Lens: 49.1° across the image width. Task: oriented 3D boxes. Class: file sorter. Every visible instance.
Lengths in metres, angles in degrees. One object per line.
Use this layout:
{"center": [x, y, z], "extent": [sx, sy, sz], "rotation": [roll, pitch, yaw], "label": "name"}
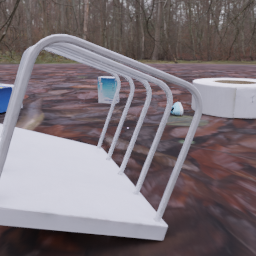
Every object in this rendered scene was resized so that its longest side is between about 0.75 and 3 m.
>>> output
{"center": [-0.675, -0.117, 3.909], "extent": [1.970, 1.768, 2.839], "rotation": [16, 8, -24], "label": "file sorter"}

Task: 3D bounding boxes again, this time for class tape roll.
{"center": [3.753, -1.143, 9.930], "extent": [2.946, 1.030, 2.946], "rotation": [1, 16, 0], "label": "tape roll"}

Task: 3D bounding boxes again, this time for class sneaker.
{"center": [1.578, -0.667, 9.448], "extent": [0.410, 0.370, 1.001], "rotation": [4, 15, -2], "label": "sneaker"}

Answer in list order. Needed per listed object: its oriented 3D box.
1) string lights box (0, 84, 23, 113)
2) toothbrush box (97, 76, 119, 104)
{"center": [-5.130, -0.840, 9.094], "extent": [1.513, 0.868, 2.945], "rotation": [8, 18, 27], "label": "string lights box"}
{"center": [-0.783, -1.523, 11.254], "extent": [0.767, 1.048, 0.447], "rotation": [5, 17, 21], "label": "toothbrush box"}
